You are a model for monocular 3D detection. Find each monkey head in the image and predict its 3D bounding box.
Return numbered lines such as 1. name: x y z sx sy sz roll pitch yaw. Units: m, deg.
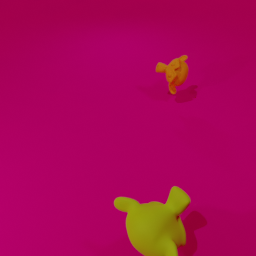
1. monkey head: 1.294 -1.626 8.123 0.855 1.189 0.716 20 5 32
2. monkey head: 0.511 1.557 4.676 0.947 1.130 1.571 -6 37 -43
